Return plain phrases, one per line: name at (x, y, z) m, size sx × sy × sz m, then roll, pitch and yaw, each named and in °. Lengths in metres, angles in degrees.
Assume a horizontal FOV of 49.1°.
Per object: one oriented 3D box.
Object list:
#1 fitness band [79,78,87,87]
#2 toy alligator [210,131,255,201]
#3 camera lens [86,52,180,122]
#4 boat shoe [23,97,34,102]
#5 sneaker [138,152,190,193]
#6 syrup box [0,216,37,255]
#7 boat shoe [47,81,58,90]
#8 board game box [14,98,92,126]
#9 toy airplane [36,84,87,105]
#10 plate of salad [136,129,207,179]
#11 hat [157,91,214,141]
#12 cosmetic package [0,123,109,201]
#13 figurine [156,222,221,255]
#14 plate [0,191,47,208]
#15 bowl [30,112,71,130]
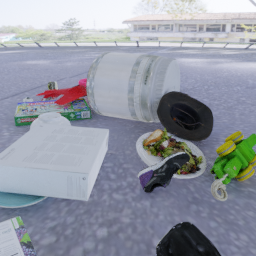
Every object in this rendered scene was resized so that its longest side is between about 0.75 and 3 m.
fitness band at (-1.064, -2.168, 14.300) m, size 2.985 × 0.559 × 2.144 m, roll 7°, pitch 22°, yaw 15°
toy alligator at (2.283, 0.866, 6.435) m, size 2.918 × 0.865 × 0.792 m, roll -32°, pitch -6°, yaw -46°
camera lens at (0.167, -1.457, 10.017) m, size 2.917 × 2.333 × 2.333 m, roll 10°, pitch 24°, yaw 23°
boat shoe at (-4.379, -1.253, 12.330) m, size 0.788 × 0.263 × 0.290 m, roll 14°, pitch 25°, yaw 38°
sneaker at (0.831, 0.983, 5.935) m, size 1.207 × 0.457 × 0.528 m, roll -30°, pitch 49°, yaw 11°
syrup box at (-1.363, 2.038, 3.246) m, size 0.837 × 0.809 × 2.055 m, roll -14°, pitch 25°, yaw -31°
boat shoe at (-3.760, -2.029, 13.957) m, size 0.478 × 0.571 × 1.598 m, roll -6°, pitch 16°, yaw -15°
board game box at (-2.855, -0.659, 10.692) m, size 2.641 × 0.385 × 1.777 m, roll -6°, pitch 23°, yaw -15°
toy airplane at (-2.535, -1.471, 11.744) m, size 2.902 × 0.534 × 2.902 m, roll -11°, pitch 16°, yaw 3°
plate of salad at (1.115, 0.558, 7.045) m, size 1.832 × 0.440 × 1.832 m, roll 11°, pitch 32°, yaw -7°
hat at (1.651, -0.181, 8.558) m, size 1.964 × 0.792 × 1.964 m, roll 9°, pitch 48°, yaw -11°
cosmetic package at (-1.648, 0.644, 6.679) m, size 2.020 × 0.692 × 2.679 m, roll 7°, pitch 19°, yaw 3°
figurine at (0.727, 2.196, 2.953) m, size 2.049 × 0.882 × 2.000 m, roll -17°, pitch 31°, yaw -35°
plate at (-2.258, 1.318, 5.808) m, size 1.372 × 0.175 × 1.372 m, roll 5°, pitch 17°, yaw -1°
bowl at (-2.460, -0.092, 8.899) m, size 1.446 × 0.650 × 1.446 m, roll -1°, pitch 22°, yaw 0°
